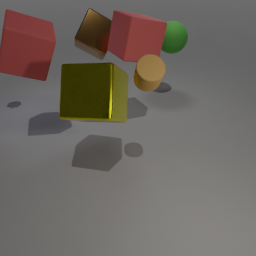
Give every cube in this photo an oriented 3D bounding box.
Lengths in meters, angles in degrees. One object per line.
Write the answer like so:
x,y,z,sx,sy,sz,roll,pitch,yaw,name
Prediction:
-1.359,-3.928,11.942,1.400,1.400,1.400,26,-1,-11,cube
0.277,-3.156,9.731,1.400,1.400,1.400,-4,30,-30,cube
-0.856,-0.880,7.476,1.400,1.400,1.400,2,-1,16,cube
-3.074,-2.480,8.470,1.400,1.400,1.400,8,37,-26,cube

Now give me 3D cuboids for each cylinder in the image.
0.511,-1.340,6.894,0.700,0.700,0.700,1,-14,-4,cylinder

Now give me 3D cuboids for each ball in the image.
1.982,-4.083,12.639,1.400,1.400,1.400,0,31,0,ball
